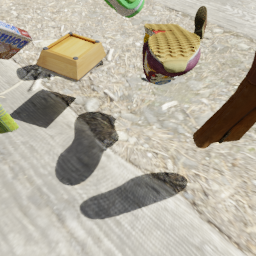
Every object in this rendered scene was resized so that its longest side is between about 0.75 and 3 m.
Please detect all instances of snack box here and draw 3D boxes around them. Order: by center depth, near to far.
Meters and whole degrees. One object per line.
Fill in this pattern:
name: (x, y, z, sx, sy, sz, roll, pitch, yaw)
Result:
snack box: (-3.117, -2.017, 6.252, 0.941, 0.318, 2.617, -35, 3, 10)

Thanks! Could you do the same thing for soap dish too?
soap dish: (-1.599, -2.120, 8.154, 1.349, 0.697, 1.715, 22, 43, 12)

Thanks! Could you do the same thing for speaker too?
speaker: (-0.551, -4.799, 9.112, 1.214, 2.744, 1.214, -12, 68, 31)

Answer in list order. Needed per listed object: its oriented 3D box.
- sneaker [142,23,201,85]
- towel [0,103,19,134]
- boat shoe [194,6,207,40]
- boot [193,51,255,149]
sneaker: (0.899, -1.481, 6.329, 1.120, 1.346, 2.988, 0, 30, 1)
towel: (-3.219, -1.008, 5.139, 1.908, 2.657, 0.303, -3, 33, 39)
boat shoe: (2.378, -3.403, 9.135, 0.384, 1.066, 0.360, 15, 26, 25)
boot: (2.696, -0.621, 4.847, 2.522, 2.679, 0.917, -12, 52, -34)
